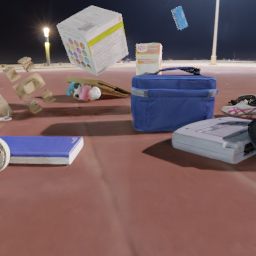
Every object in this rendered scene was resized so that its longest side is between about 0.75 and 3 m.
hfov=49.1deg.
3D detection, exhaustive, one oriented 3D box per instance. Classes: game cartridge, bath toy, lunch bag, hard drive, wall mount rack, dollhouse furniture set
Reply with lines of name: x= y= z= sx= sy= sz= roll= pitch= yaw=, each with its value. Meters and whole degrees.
game cartridge: x=2.318 y=0.185 z=6.677 sx=2.551 sy=0.521 sz=1.698 roll=-12 pitch=22 yaw=-41
bath toy: x=-2.169 y=-1.700 z=13.616 sx=1.948 sy=0.847 sz=0.720 roll=17 pitch=40 yaw=39
lunch bag: x=1.422 y=-0.956 z=8.498 sx=2.670 sy=1.766 sz=1.814 roll=-2 pitch=14 yaw=-5
hard drive: x=-2.052 y=0.444 z=6.040 sx=1.926 sy=0.244 sz=1.271 roll=1 pitch=14 yaw=3
wall mount rack: x=-4.509 y=-0.438 z=9.171 sx=1.214 sy=0.453 sz=1.055 roll=1 pitch=14 yaw=7
dollhouse furniture set: x=-4.096 y=-1.367 z=10.414 sx=1.960 sy=1.801 sz=1.275 roll=-41 pitch=33 yaw=-21

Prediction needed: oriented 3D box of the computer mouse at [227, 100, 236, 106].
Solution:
computer mouse: x=4.772 y=-1.181 z=12.611 sx=0.706 sy=0.232 sz=1.006 roll=12 pitch=18 yaw=37

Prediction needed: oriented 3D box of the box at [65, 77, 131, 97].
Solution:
box: x=-1.551 y=-2.180 z=14.937 sx=2.448 sy=0.319 sz=2.995 roll=13 pitch=1 yaw=-44

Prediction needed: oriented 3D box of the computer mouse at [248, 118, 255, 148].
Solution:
computer mouse: x=3.568 y=-0.107 z=6.034 sx=2.708 sy=0.714 sz=1.875 roll=-20 pitch=59 yaw=-40

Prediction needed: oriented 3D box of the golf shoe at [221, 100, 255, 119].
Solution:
golf shoe: x=4.010 y=-0.703 z=9.868 sx=1.395 sy=0.642 sz=0.506 roll=8 pitch=17 yaw=35

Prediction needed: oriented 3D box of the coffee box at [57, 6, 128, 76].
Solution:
coffee box: x=-1.442 y=-3.735 z=11.943 sx=1.937 sy=1.919 sz=1.940 roll=32 pitch=61 yaw=34

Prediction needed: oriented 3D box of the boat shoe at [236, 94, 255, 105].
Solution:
boat shoe: x=5.047 y=-0.941 z=10.966 sx=1.681 sy=0.621 sz=0.507 roll=20 pitch=18 yaw=34

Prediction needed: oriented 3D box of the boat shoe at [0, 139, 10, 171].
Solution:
boat shoe: x=-3.386 y=0.468 z=4.496 sx=2.661 sy=0.951 sz=0.795 roll=2 pitch=8 yaw=-8

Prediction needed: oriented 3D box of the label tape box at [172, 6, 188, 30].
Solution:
label tape box: x=1.854 y=-3.908 z=9.966 sx=0.327 sy=0.745 sz=1.033 roll=-21 pitch=19 yaw=11

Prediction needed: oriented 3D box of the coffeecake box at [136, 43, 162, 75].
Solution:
coffeecake box: x=0.866 y=-2.034 z=11.222 sx=0.925 sy=2.531 sz=1.943 roll=1 pitch=14 yaw=9
